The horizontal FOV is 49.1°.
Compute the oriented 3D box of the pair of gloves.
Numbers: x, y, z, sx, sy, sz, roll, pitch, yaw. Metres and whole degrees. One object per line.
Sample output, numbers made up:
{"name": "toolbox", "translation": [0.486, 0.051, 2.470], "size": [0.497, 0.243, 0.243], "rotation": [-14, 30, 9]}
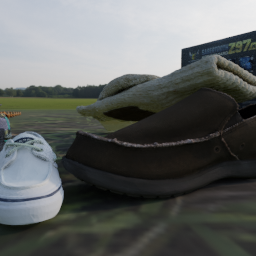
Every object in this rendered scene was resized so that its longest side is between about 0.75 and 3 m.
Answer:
{"name": "pair of gloves", "translation": [0.995, -0.103, 4.150], "size": [2.891, 0.507, 2.458], "rotation": [17, -13, -42]}

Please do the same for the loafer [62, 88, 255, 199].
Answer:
{"name": "loafer", "translation": [0.576, 0.052, 2.683], "size": [2.437, 0.869, 0.889], "rotation": [-2, 5, -28]}

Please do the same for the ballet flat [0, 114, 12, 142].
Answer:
{"name": "ballet flat", "translation": [-3.268, -0.072, 5.427], "size": [2.005, 0.721, 0.721], "rotation": [0, 5, 0]}

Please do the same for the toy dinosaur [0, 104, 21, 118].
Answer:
{"name": "toy dinosaur", "translation": [-5.087, -0.438, 10.414], "size": [1.923, 0.982, 1.305], "rotation": [18, 10, -28]}

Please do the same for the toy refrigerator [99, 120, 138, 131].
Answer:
{"name": "toy refrigerator", "translation": [0.087, -0.401, 6.875], "size": [1.613, 0.612, 0.564], "rotation": [-7, -40, 31]}

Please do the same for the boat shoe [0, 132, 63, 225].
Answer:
{"name": "boat shoe", "translation": [-0.842, 0.287, 2.214], "size": [0.531, 0.482, 1.443], "rotation": [-2, 5, -24]}

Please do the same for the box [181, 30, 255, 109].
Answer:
{"name": "box", "translation": [2.457, -0.986, 6.738], "size": [0.739, 2.284, 2.896], "rotation": [-3, 5, -32]}

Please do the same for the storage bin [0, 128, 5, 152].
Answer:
{"name": "storage bin", "translation": [-1.799, 0.243, 3.124], "size": [0.622, 0.431, 0.920], "rotation": [0, 4, -9]}
